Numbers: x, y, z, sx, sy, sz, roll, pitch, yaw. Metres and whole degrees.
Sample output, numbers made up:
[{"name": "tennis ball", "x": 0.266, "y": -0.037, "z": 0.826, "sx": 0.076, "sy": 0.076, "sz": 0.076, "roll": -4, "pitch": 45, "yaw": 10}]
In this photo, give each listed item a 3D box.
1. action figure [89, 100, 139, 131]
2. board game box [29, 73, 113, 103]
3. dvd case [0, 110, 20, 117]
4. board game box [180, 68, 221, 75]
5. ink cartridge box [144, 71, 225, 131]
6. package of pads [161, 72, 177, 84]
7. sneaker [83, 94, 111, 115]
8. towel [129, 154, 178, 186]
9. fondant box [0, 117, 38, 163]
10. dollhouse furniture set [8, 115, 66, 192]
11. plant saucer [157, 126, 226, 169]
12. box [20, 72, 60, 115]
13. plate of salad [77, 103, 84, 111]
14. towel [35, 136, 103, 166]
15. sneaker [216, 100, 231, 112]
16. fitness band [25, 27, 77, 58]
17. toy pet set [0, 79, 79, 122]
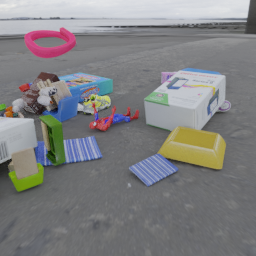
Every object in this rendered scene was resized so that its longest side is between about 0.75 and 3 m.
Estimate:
[{"name": "action figure", "x": -0.501, "y": -0.536, "z": 9.321, "sx": 0.657, "sy": 0.997, "sz": 2.014, "roll": 19, "pitch": 31, "yaw": 39}, {"name": "board game box", "x": -2.505, "y": -1.801, "z": 12.585, "sx": 2.276, "sy": 0.673, "sz": 2.993, "roll": 18, "pitch": 29, "yaw": 36}, {"name": "dvd case", "x": -4.978, "y": -0.526, "z": 10.288, "sx": 1.576, "sy": 0.173, "sz": 1.150, "roll": 10, "pitch": 25, "yaw": 23}, {"name": "board game box", "x": 3.548, "y": -2.312, "z": 14.018, "sx": 2.360, "sy": 0.460, "sz": 1.865, "roll": 12, "pitch": 40, "yaw": 19}, {"name": "ink cartridge box", "x": 1.989, "y": -0.947, "z": 9.532, "sx": 1.818, "sy": 1.095, "sz": 2.502, "roll": 16, "pitch": 39, "yaw": 34}, {"name": "package of pads", "x": 2.202, "y": -2.619, "z": 14.625, "sx": 0.950, "sy": 0.572, "sz": 0.359, "roll": -3, "pitch": 23, "yaw": -5}, {"name": "sneaker", "x": -1.153, "y": -1.031, "z": 10.888, "sx": 0.614, "sy": 0.622, "sz": 1.628, "roll": 9, "pitch": 24, "yaw": 22}, {"name": "towel", "x": 0.621, "y": 0.991, "z": 6.728, "sx": 1.017, "sy": 0.121, "sz": 0.736, "roll": -20, "pitch": 41, "yaw": -33}, {"name": "fondant box", "x": -3.975, "y": 0.314, "z": 6.980, "sx": 2.713, "sy": 0.790, "sz": 1.957, "roll": 4, "pitch": 18, "yaw": 26}, {"name": "dollhouse furniture set", "x": -2.830, "y": 0.674, "z": 6.160, "sx": 2.889, "sy": 1.115, "sz": 1.444, "roll": -18, "pitch": 29, "yaw": -30}, {"name": "plant saucer", "x": 1.807, "y": 0.418, "z": 7.669, "sx": 1.661, "sy": 0.402, "sz": 1.661, "roll": 11, "pitch": 24, "yaw": 18}, {"name": "box", "x": -3.347, "y": -1.348, "z": 10.695, "sx": 0.819, "sy": 0.613, "sz": 1.635, "roll": 14, "pitch": 63, "yaw": 30}, {"name": "plate of salad", "x": -2.044, "y": -0.813, "z": 10.884, "sx": 0.789, "sy": 0.190, "sz": 0.789, "roll": 19, "pitch": 21, "yaw": -8}, {"name": "towel", "x": -1.647, "y": 0.596, "z": 7.653, "sx": 1.704, "sy": 0.203, "sz": 1.234, "roll": -6, "pitch": 25, "yaw": -15}, {"name": "sneaker", "x": 3.137, "y": -0.784, "z": 10.669, "sx": 1.382, "sy": 0.518, "sz": 0.689, "roll": 0, "pitch": 4, "yaw": 1}, {"name": "fitness band", "x": -2.451, "y": -2.724, "z": 8.851, "sx": 1.406, "sy": 0.366, "sz": 1.958, "roll": -24, "pitch": 43, "yaw": -23}, {"name": "toy pet set", "x": -2.945, "y": -0.609, "z": 9.512, "sx": 2.460, "sy": 1.307, "sz": 2.297, "roll": -24, "pitch": 4, "yaw": 40}]
